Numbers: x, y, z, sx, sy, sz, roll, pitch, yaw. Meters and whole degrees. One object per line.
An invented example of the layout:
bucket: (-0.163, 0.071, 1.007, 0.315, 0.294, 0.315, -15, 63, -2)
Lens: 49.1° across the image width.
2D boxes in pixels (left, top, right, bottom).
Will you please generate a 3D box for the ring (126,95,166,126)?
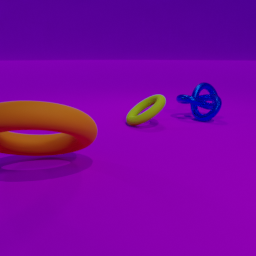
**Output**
ring: (0.497, -0.511, 7.899, 1.269, 0.254, 1.269, -31, 19, 12)

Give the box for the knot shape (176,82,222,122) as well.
knot shape: (2.147, -0.837, 8.602, 1.333, 0.658, 1.424, 7, 42, 11)

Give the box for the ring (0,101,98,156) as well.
ring: (-1.513, 0.079, 4.586, 2.018, 0.404, 2.018, -4, -18, -1)
